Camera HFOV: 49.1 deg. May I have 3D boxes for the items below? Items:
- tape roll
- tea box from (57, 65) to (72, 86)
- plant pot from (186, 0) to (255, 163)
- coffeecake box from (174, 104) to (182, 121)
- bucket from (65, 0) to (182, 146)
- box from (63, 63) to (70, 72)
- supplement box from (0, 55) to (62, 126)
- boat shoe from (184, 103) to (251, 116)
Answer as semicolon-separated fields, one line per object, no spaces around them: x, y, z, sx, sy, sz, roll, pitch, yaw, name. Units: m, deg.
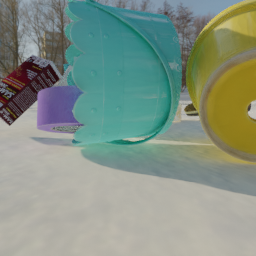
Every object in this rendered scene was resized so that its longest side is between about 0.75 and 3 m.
-0.875;-0.274;5.075;1.476;0.627;1.476;0;-8;0;tape roll
-1.099;-1.435;8.800;1.372;2.054;2.020;36;10;-2;tea box
2.130;-0.719;4.625;2.550;2.550;2.399;3;27;22;plant pot
0.922;-0.603;10.621;1.820;0.665;1.397;-1;7;-11;coffeecake box
-0.241;-0.953;5.277;1.751;2.691;2.691;-4;7;-13;bucket
-2.110;-1.504;11.449;0.531;2.161;0.889;-9;1;4;box
-2.755;-1.033;7.268;1.021;0.571;1.876;25;66;37;supplement box
3.471;-0.709;10.872;2.503;0.823;0.894;-11;29;22;boat shoe
